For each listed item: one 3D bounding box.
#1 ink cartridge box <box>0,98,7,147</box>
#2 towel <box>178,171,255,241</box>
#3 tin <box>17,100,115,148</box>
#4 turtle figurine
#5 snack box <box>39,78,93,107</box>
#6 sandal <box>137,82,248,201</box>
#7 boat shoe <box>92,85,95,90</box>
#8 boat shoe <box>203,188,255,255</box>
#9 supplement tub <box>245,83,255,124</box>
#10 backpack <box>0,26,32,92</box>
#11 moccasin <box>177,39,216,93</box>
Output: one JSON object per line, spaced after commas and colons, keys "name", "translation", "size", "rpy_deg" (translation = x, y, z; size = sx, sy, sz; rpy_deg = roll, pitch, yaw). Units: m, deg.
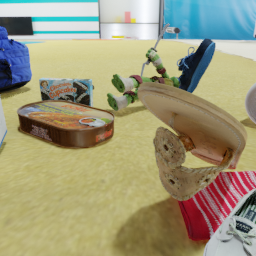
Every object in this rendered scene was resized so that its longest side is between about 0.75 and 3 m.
{"name": "ink cartridge box", "translation": [-3.837, 0.109, 4.978], "size": [2.707, 1.163, 1.982], "rpy_deg": [-5, 28, -8]}
{"name": "towel", "translation": [1.735, 1.032, 4.105], "size": [2.118, 0.238, 1.531], "rpy_deg": [-1, 22, -2]}
{"name": "tin", "translation": [-1.537, -0.174, 6.884], "size": [2.734, 0.572, 1.531], "rpy_deg": [16, 30, 35]}
{"name": "turtle figurine", "translation": [0.375, -1.610, 8.737], "size": [2.348, 2.421, 1.742], "rpy_deg": [-22, 5, -31]}
{"name": "snack box", "translation": [-1.877, -1.043, 8.565], "size": [1.585, 0.921, 0.294], "rpy_deg": [2, 20, 7]}
{"name": "sandal", "translation": [0.860, 0.468, 3.561], "size": [1.078, 0.967, 2.941], "rpy_deg": [17, -7, 30]}
{"name": "boat shoe", "translation": [-1.590, -1.394, 10.486], "size": [0.263, 0.281, 0.780], "rpy_deg": [-26, 6, 45]}
{"name": "boat shoe", "translation": [1.214, 1.172, 3.095], "size": [0.530, 0.481, 1.441], "rpy_deg": [19, 37, 25]}
{"name": "supplement tub", "translation": [4.057, -0.768, 7.326], "size": [1.819, 1.314, 1.314], "rpy_deg": [-18, 27, -41]}
{"name": "backpack", "translation": [-4.990, -2.455, 10.157], "size": [2.376, 2.454, 2.925], "rpy_deg": [12, 19, 24]}
{"name": "moccasin", "translation": [1.909, -1.851, 8.839], "size": [0.991, 2.462, 0.840], "rpy_deg": [-37, 72, -29]}
